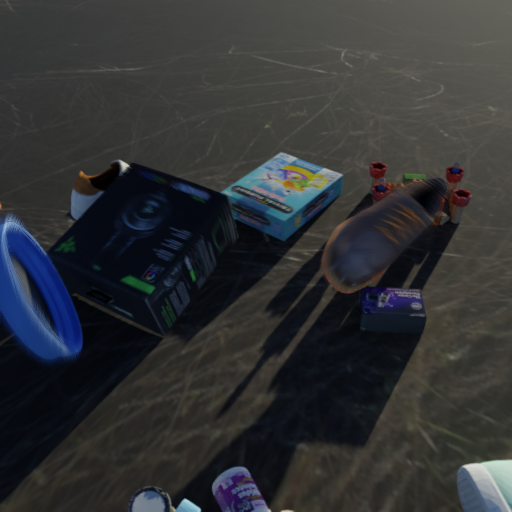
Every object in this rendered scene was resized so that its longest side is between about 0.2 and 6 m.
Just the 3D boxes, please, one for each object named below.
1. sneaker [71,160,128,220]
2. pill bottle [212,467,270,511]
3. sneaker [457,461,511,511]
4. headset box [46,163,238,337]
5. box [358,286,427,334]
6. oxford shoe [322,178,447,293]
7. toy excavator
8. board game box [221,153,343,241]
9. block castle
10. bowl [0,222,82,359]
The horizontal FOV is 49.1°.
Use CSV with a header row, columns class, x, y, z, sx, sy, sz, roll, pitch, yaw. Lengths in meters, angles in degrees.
class,x,y,z,sx,sy,sz,roll,pitch,yaw
sneaker,-2.459,-1.417,11.918,2.819,1.193,1.026,-11,39,-34
pill bottle,-0.134,3.153,6.940,0.528,0.528,0.940,-18,43,-22
sneaker,3.709,3.473,5.923,1.888,1.178,3.201,-10,37,-3
headset box,-2.028,-0.130,10.091,2.311,1.231,2.654,22,59,25
box,2.359,0.940,9.807,1.078,0.425,0.761,3,41,4
oxford shoe,2.352,-0.532,10.120,1.161,1.187,3.256,47,54,1
toy excavator,-0.600,3.456,6.366,2.023,1.010,1.967,30,48,15
board game box,0.592,-1.413,12.646,1.767,0.549,2.341,25,45,28
block castle,3.564,-1.499,12.405,2.099,0.985,1.403,5,39,5
bowl,-3.257,0.544,8.188,0.418,2.129,2.129,-27,43,-5
